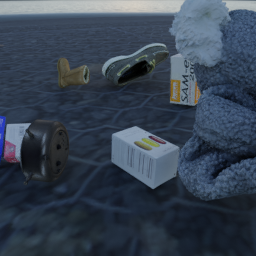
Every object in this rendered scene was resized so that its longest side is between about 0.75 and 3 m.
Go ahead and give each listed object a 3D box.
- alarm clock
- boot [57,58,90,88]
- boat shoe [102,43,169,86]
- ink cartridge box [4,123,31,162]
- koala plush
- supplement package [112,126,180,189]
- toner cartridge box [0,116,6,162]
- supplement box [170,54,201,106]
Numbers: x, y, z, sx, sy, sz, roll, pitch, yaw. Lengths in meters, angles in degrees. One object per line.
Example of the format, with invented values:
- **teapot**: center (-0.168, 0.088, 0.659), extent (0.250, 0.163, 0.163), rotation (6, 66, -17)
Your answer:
- **alarm clock**: center (-1.389, 0.385, 5.138), extent (0.536, 1.086, 1.610), rotation (5, 7, 7)
- **boot**: center (-1.880, -1.995, 9.753), extent (1.324, 1.159, 0.438), rotation (-5, -1, 40)
- **boat shoe**: center (0.473, -2.397, 10.723), extent (2.964, 1.059, 0.886), rotation (-25, 61, -25)
- **ink cartridge box**: center (-1.975, 0.308, 5.815), extent (1.002, 0.415, 0.734), rotation (-2, 68, -6)
- **koala plush**: center (1.794, -0.537, 4.272), extent (2.593, 2.924, 2.687), rotation (2, -20, -39)
- **supplement package**: center (0.310, 0.527, 5.453), extent (0.681, 0.656, 1.197), rotation (-19, 32, -39)
- **toner cartridge box**: center (-3.194, 0.211, 6.082), extent (0.895, 0.407, 1.884), rotation (13, 20, -26)
- **supplement box**: center (2.181, -1.739, 9.010), extent (0.840, 1.439, 2.284), rotation (11, 27, 30)
